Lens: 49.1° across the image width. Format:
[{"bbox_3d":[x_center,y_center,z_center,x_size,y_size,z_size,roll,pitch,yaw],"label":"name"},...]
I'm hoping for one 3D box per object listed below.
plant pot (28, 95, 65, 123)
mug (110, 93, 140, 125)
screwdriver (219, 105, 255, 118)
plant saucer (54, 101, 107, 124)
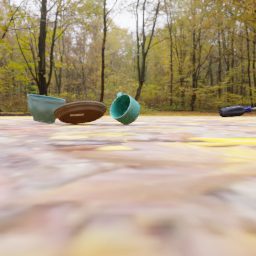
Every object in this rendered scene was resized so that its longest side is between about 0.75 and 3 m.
[{"bbox_3d":[-3.614,-0.802,12.277,1.601,1.073,1.601,9,9,-1],"label":"plant pot"},{"bbox_3d":[-0.025,-0.775,11.070,1.074,1.307,0.808,-3,-28,43],"label":"mug"},{"bbox_3d":[4.853,-0.719,10.551,2.984,0.416,0.434,-7,-7,-11],"label":"screwdriver"},{"bbox_3d":[-1.861,-0.555,11.101,2.101,0.310,2.101,-8,-15,-2],"label":"plant saucer"}]
